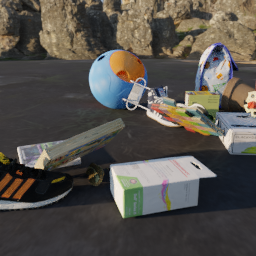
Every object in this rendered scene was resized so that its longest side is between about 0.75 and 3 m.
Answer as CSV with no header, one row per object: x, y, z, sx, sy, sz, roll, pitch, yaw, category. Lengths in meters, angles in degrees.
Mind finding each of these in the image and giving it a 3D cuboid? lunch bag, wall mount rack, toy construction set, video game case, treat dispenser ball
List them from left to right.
-2.283,0.764,7.965,1.501,0.193,1.652,-8,19,-24,video game case
-0.456,-2.312,13.465,2.798,2.798,2.798,0,18,0,treat dispenser ball
0.537,-1.383,12.025,1.293,1.488,0.555,23,6,2,wall mount rack
4.309,-2.634,13.887,1.828,2.952,2.509,2,13,8,lunch bag
5.292,-0.566,9.472,2.762,1.811,1.272,-6,18,-18,toy construction set

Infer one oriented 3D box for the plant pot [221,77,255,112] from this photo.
5.179,-1.327,12.566,1.404,1.610,1.610,27,30,35,plant pot

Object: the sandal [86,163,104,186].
-0.746,1.107,6.695,0.284,0.422,1.052,38,-5,-20,sandal

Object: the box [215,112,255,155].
3.747,0.118,9.143,1.377,0.710,2.361,1,17,4,box

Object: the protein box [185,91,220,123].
2.935,-0.818,11.268,1.202,1.211,0.817,0,18,0,protein box

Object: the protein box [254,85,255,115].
6.067,-1.097,11.248,1.737,1.750,1.181,-10,20,-30,protein box

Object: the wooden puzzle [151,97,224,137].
1.869,-0.256,8.818,2.907,0.204,1.724,29,-10,-40,wooden puzzle

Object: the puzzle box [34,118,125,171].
-1.181,0.470,6.794,2.076,0.264,1.381,-24,-11,-35,puzzle box

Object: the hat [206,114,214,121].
2.824,-0.064,10.412,0.821,0.680,0.722,9,57,-12,hat

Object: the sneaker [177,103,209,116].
2.205,-0.504,10.041,1.547,0.572,0.613,5,51,53,sneaker

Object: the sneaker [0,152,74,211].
-2.323,1.011,5.699,2.393,1.077,0.837,-4,18,-13,sneaker

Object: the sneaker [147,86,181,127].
1.556,-0.935,11.383,0.880,1.363,2.512,-9,20,-27,sneaker

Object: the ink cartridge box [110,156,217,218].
0.699,1.166,5.894,1.973,0.664,1.155,-5,18,-15,ink cartridge box
